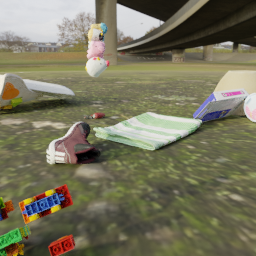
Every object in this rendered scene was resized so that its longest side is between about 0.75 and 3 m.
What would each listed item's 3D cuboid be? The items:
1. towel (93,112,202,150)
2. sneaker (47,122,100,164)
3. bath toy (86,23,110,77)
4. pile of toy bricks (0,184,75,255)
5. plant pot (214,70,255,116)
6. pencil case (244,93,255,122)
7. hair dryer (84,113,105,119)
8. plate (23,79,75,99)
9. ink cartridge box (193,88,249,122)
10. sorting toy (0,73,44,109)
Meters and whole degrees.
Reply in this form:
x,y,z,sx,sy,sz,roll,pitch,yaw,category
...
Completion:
x,y,z,sx,sy,sz,roll,pitch,yaw,category
0.638,-0.007,7.805,2.026,0.311,2.656,12,18,37,towel
-0.924,0.380,5.922,0.917,0.601,1.588,10,27,16,sneaker
-0.889,-2.341,8.340,0.682,0.803,1.846,-16,53,18,bath toy
-1.205,1.121,2.844,1.441,0.799,0.711,-19,-10,-11,pile of toy bricks
4.483,-1.468,11.085,2.320,1.558,2.320,0,13,0,plant pot
4.974,-0.780,9.341,2.252,1.021,0.936,-9,-21,-26,pencil case
-1.176,-0.455,9.801,0.765,0.208,0.583,-1,13,-7,hair dryer
-3.953,-1.754,12.612,2.691,0.435,2.685,6,1,-24,plate
2.919,-0.711,9.107,2.319,1.098,0.430,-14,60,-39,ink cartridge box
-4.950,-1.400,11.500,2.800,1.496,2.521,6,8,28,sorting toy
